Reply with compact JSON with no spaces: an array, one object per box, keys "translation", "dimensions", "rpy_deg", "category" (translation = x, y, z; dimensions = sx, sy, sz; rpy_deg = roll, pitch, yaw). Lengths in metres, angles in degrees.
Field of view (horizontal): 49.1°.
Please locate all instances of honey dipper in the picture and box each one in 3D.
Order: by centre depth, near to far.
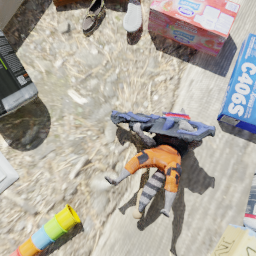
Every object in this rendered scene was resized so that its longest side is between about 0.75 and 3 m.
[{"translation":[0.416,1.306,7.417],"dimensions":[0.409,0.409,2.152],"rpy_deg":[9,67,2],"category":"honey dipper"}]

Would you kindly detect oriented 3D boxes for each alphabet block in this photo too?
[{"translation":[2.802,3.271,6.568],"dimensions":[1.359,1.366,1.391],"rpy_deg":[35,78,10],"category":"alphabet block"}]

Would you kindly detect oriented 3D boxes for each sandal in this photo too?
[{"translation":[0.159,-3.500,8.921],"dimensions":[0.570,0.344,1.401],"rpy_deg":[18,62,-11],"category":"sandal"}]

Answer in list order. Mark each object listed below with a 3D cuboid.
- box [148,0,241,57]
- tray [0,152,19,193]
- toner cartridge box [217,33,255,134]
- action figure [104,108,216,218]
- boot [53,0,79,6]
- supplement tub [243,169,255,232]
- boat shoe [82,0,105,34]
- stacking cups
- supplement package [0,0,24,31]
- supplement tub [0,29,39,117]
[{"translation":[1.902,-3.297,8.430],"dimensions":[2.371,1.122,1.216],"rpy_deg":[23,76,6],"category":"box"},{"translation":[-4.173,1.614,7.594],"dimensions":[2.176,0.241,1.168],"rpy_deg":[-41,80,-10],"category":"tray"},{"translation":[3.682,-1.316,8.179],"dimensions":[1.306,0.594,2.749],"rpy_deg":[21,76,5],"category":"toner cartridge box"},{"translation":[0.645,0.553,7.232],"dimensions":[2.913,1.523,2.817],"rpy_deg":[18,57,35],"category":"action figure"},{"translation":[-1.152,-5.365,9.297],"dimensions":[2.861,0.980,2.693],"rpy_deg":[-4,81,7],"category":"boot"},{"translation":[3.773,1.723,6.968],"dimensions":[1.373,1.373,1.956],"rpy_deg":[19,77,5],"category":"supplement tub"},{"translation":[-1.127,-3.592,8.899],"dimensions":[0.454,0.376,1.263],"rpy_deg":[26,77,7],"category":"boat shoe"},{"translation":[-2.178,2.784,7.168],"dimensions":[1.965,0.595,0.595],"rpy_deg":[-37,78,-5],"category":"stacking cups"},{"translation":[-4.136,-4.590,8.516],"dimensions":[1.561,1.581,2.607],"rpy_deg":[27,77,4],"category":"supplement package"},{"translation":[-3.614,-1.599,7.324],"dimensions":[1.516,1.516,2.474],"rpy_deg":[-30,108,-7],"category":"supplement tub"}]
